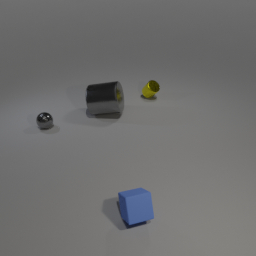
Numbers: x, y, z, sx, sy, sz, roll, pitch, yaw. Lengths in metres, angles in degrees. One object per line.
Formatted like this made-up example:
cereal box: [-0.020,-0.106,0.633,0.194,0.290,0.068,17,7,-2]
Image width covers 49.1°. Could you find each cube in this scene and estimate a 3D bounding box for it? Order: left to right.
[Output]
cube: [0.202,2.035,7.379,0.700,0.700,0.700,-8,1,-18]

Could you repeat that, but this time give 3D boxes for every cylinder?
cylinder: [-1.007,-1.324,12.573,1.400,1.400,1.400,-5,28,14]
cylinder: [1.161,-1.976,14.292,0.700,0.700,0.700,10,65,-22]

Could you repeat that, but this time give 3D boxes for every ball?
ball: [-3.498,-0.318,11.770,0.700,0.700,0.700,0,30,0]
